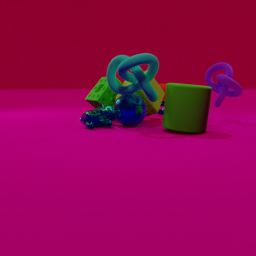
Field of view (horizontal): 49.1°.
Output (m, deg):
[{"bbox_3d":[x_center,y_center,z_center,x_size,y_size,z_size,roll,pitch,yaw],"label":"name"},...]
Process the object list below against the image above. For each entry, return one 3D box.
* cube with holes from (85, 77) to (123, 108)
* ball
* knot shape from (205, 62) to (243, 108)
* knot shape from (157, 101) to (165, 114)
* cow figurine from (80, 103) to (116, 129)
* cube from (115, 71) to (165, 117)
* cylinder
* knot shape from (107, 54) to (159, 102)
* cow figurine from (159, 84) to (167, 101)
[{"bbox_3d":[-0.712,-1.176,11.006,1.165,1.165,1.165,43,-15,-29],"label":"cube with holes"},{"bbox_3d":[0.069,-0.591,9.069,1.097,1.097,1.097,0,9,0],"label":"ball"},{"bbox_3d":[3.520,-1.492,10.499,0.769,1.557,1.664,-12,43,-11],"label":"knot shape"},{"bbox_3d":[2.021,-1.052,12.451,1.586,0.733,1.484,-4,19,44],"label":"knot shape"},{"bbox_3d":[-0.943,-0.380,9.114,1.336,0.733,1.315,-11,13,-21],"label":"cow figurine"},{"bbox_3d":[0.451,-1.144,10.122,1.148,1.148,1.148,-18,35,38],"label":"cube"},{"bbox_3d":[1.668,-0.586,7.967,1.262,1.262,1.262,5,11,-1],"label":"cylinder"},{"bbox_3d":[0.238,-1.580,8.266,1.845,0.853,1.727,28,-27,1],"label":"knot shape"},{"bbox_3d":[1.293,-1.457,11.376,1.559,0.856,1.534,0,6,31],"label":"cow figurine"}]
